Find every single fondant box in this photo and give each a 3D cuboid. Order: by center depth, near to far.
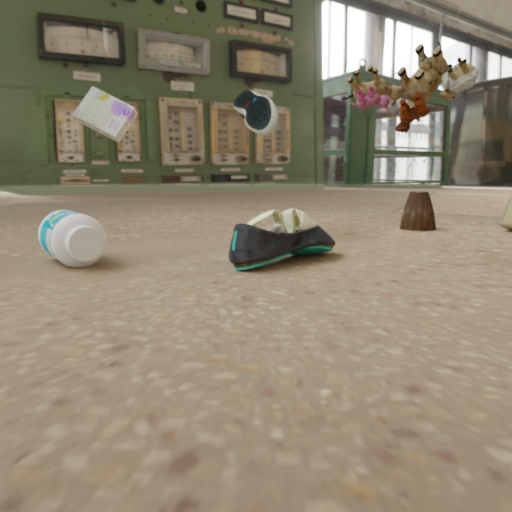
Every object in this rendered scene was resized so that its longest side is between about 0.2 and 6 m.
[{"bbox_3d":[-3.470,-3.262,12.915,1.175,0.847,0.342,28,-11,6],"label":"fondant box"}]

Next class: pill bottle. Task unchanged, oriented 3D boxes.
[{"bbox_3d":[-3.056,-0.286,9.379,0.880,0.880,1.589,-6,11,-32],"label":"pill bottle"}]

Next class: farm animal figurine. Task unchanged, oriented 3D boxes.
[{"bbox_3d":[2.627,-2.832,9.644,0.930,1.765,1.785,47,5,-47],"label":"farm animal figurine"}]

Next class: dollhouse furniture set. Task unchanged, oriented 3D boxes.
[{"bbox_3d":[7.671,-1.072,13.985,2.554,1.697,2.239,20,3,-17],"label":"dollhouse furniture set"}]

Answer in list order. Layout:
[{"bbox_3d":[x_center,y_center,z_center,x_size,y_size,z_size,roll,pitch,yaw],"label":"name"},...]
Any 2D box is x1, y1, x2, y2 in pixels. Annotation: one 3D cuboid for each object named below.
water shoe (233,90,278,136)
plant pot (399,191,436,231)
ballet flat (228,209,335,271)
[{"bbox_3d":[0.181,-3.343,13.438,0.888,0.805,2.251,37,15,-35],"label":"water shoe"},{"bbox_3d":[4.196,-1.170,14.487,0.920,0.984,0.920,0,9,0],"label":"plant pot"},{"bbox_3d":[0.509,-0.362,9.620,0.957,0.957,2.621,8,12,40],"label":"ballet flat"}]
